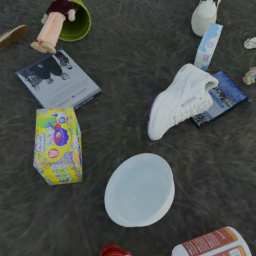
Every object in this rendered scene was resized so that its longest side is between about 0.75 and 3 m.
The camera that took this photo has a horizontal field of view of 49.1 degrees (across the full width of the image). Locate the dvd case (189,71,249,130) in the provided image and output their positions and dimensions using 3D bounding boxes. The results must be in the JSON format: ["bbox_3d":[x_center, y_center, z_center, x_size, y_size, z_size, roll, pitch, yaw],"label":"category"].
[{"bbox_3d":[2.638,-0.910,8.919,1.882,0.165,1.342,-31,63,-6],"label":"dvd case"}]

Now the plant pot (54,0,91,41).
[{"bbox_3d":[-2.175,-4.269,10.312,1.525,1.525,1.468,-8,49,-4],"label":"plant pot"}]

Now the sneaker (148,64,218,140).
[{"bbox_3d":[1.630,-0.721,8.319,1.401,1.053,2.813,29,72,25],"label":"sneaker"}]

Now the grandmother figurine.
[{"bbox_3d":[-2.216,-3.552,8.819,1.435,0.717,2.366,13,80,23],"label":"grandmother figurine"}]

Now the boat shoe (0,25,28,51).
[{"bbox_3d":[-4.366,-3.429,10.323,1.396,0.504,0.503,-42,70,-14],"label":"boat shoe"}]

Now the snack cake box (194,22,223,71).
[{"bbox_3d":[2.786,-2.838,9.774,0.498,0.852,1.482,21,63,11],"label":"snack cake box"}]

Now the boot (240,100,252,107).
[{"bbox_3d":[3.575,-1.084,9.114,0.983,0.343,0.647,16,61,6],"label":"boot"}]

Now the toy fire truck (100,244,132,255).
[{"bbox_3d":[-0.512,3.633,6.234,1.837,1.030,1.542,-23,82,-11],"label":"toy fire truck"}]

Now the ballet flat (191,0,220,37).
[{"bbox_3d":[3.073,-4.727,10.799,0.938,0.938,2.701,16,63,8],"label":"ballet flat"}]

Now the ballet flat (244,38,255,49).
[{"bbox_3d":[4.792,-3.171,10.246,1.114,0.356,0.421,-17,62,-10],"label":"ballet flat"}]

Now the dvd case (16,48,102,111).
[{"bbox_3d":[-2.334,-1.508,9.362,1.842,0.303,2.451,-36,67,-18],"label":"dvd case"}]

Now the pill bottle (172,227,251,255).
[{"bbox_3d":[1.709,3.088,6.397,1.938,1.087,1.087,-16,63,-8],"label":"pill bottle"}]

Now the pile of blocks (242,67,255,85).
[{"bbox_3d":[4.149,-1.753,9.555,0.943,0.387,0.293,-41,25,-29],"label":"pile of blocks"}]

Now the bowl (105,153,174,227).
[{"bbox_3d":[0.418,1.648,7.008,1.902,0.855,1.902,-22,45,24],"label":"bowl"}]

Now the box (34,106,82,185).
[{"bbox_3d":[-1.827,0.514,7.550,0.968,1.529,1.587,-6,62,-3],"label":"box"}]
